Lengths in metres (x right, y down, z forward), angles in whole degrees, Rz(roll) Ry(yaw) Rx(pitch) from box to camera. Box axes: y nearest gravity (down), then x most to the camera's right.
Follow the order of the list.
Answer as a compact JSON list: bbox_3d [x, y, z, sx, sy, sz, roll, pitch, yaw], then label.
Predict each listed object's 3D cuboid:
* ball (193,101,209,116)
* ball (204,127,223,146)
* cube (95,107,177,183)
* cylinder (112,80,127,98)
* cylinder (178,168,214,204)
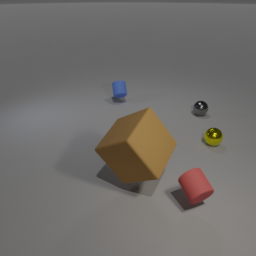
[{"bbox_3d":[3.364,-0.912,12.966,0.700,0.700,0.700,0,28,0],"label":"ball"},{"bbox_3d":[3.237,0.327,10.598,0.700,0.700,0.700,0,28,0],"label":"ball"},{"bbox_3d":[0.240,0.516,7.800,1.400,1.400,1.400,-18,28,45],"label":"cube"},{"bbox_3d":[-0.428,-1.969,14.244,0.700,0.700,0.700,-7,-11,-1],"label":"cylinder"},{"bbox_3d":[1.788,1.526,7.398,0.700,0.700,0.700,-12,54,-22],"label":"cylinder"}]
